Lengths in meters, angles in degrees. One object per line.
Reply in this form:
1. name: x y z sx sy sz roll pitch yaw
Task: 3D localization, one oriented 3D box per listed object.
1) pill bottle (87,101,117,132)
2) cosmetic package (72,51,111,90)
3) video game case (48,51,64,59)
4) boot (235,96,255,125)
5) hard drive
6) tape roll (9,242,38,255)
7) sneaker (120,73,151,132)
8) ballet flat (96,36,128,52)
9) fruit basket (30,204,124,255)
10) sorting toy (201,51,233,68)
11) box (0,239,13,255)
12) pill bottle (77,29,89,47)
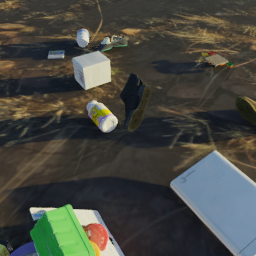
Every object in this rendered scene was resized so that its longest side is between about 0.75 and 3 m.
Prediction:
1. pill bottle: -0.996 -0.461 10.188 0.686 0.686 1.315 -23 46 -24
2. cosmetic package: -1.562 -2.523 12.167 1.299 1.070 1.071 -23 46 -24
3. video game case: -3.646 -3.727 14.240 0.767 0.085 0.699 -4 42 -4
4. boot: 5.412 -0.799 10.602 2.117 0.700 1.854 -24 60 -23
5. hard drive: 2.703 1.962 7.536 1.787 0.361 2.709 -32 50 -16
6. tape roll: -1.936 3.335 5.989 1.621 0.689 1.621 0 43 0
7. sneaker: 0.071 -0.531 5.651 0.620 0.357 1.189 17 80 40
8. ballet flat: -0.879 -4.465 14.635 1.813 0.662 0.662 -19 46 -20
9. fruit basket: -1.021 2.599 6.256 0.999 2.131 1.973 -49 51 8
10. sorting toy: 4.223 -3.227 13.543 0.780 0.274 1.617 -20 47 -21
11. box: -3.485 3.425 5.991 0.829 0.552 2.202 11 43 12
12. pill bottle: -2.417 -4.792 15.001 0.643 0.643 1.147 -3 43 -3
